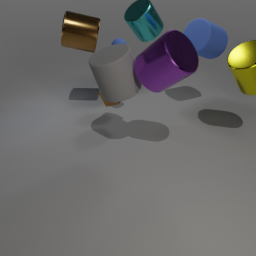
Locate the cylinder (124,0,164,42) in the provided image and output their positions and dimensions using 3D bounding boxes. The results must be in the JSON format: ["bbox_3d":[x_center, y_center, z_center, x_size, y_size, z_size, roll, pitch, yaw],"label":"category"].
[{"bbox_3d":[0.754,-5.021,13.118,1.400,1.400,1.400,-18,54,27],"label":"cylinder"}]

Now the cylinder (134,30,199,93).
[{"bbox_3d":[1.142,-1.968,8.427,1.400,1.400,1.400,-32,3,-42],"label":"cylinder"}]

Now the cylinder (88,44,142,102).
[{"bbox_3d":[-0.398,-1.791,9.147,1.400,1.400,1.400,-13,38,10],"label":"cylinder"}]

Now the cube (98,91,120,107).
[{"bbox_3d":[-0.610,-1.352,11.094,0.700,0.700,0.700,-7,31,40],"label":"cube"}]

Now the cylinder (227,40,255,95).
[{"bbox_3d":[4.420,-2.115,9.918,1.400,1.400,1.400,-24,43,24],"label":"cylinder"}]

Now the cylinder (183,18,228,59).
[{"bbox_3d":[3.272,-3.761,11.904,1.400,1.400,1.400,2,23,-42],"label":"cylinder"}]

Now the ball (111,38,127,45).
[{"bbox_3d":[-0.404,-3.671,12.610,0.700,0.700,0.700,0,31,0],"label":"ball"}]

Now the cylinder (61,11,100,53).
[{"bbox_3d":[-1.934,-3.912,11.464,1.400,1.400,1.400,9,30,-10],"label":"cylinder"}]
